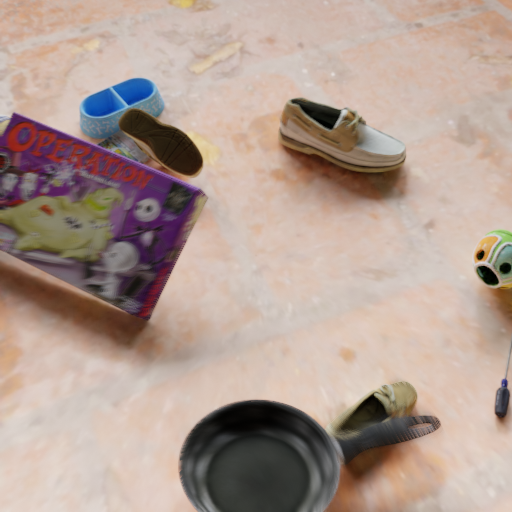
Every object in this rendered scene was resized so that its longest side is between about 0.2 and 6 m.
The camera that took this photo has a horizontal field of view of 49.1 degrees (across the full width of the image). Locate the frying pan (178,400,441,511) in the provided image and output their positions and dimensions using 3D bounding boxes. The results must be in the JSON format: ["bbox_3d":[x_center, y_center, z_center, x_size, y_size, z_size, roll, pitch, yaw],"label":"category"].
[{"bbox_3d":[0.658,2.860,8.616,3.865,0.629,2.338,-20,38,-31],"label":"frying pan"}]

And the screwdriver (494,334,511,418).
[{"bbox_3d":[4.347,2.043,9.752,0.233,0.243,1.671,18,53,12],"label":"screwdriver"}]

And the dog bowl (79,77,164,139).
[{"bbox_3d":[-3.308,-3.671,13.682,2.191,0.543,1.221,-30,59,-21],"label":"dog bowl"}]

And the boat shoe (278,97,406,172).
[{"bbox_3d":[1.958,-2.753,12.664,3.009,1.029,1.125,15,49,9],"label":"boat shoe"}]

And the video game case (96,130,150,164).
[{"bbox_3d":[-3.109,-2.413,13.018,1.090,0.132,1.196,-39,63,-24],"label":"video game case"}]

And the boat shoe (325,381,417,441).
[{"bbox_3d":[1.909,2.551,9.130,1.798,0.566,0.656,-23,57,-15],"label":"boat shoe"}]

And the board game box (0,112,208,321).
[{"bbox_3d":[-3.455,-0.849,10.877,4.435,0.716,2.662,23,79,14],"label":"board game box"}]

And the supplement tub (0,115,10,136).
[{"bbox_3d":[-5.437,-2.495,12.473,1.508,1.089,1.089,23,57,16],"label":"supplement tub"}]

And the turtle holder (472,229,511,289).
[{"bbox_3d":[4.692,0.219,10.665,0.974,1.372,1.042,-39,31,-26],"label":"turtle holder"}]

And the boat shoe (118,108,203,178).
[{"bbox_3d":[-2.031,-2.476,12.599,2.386,0.792,0.883,40,86,19],"label":"boat shoe"}]
